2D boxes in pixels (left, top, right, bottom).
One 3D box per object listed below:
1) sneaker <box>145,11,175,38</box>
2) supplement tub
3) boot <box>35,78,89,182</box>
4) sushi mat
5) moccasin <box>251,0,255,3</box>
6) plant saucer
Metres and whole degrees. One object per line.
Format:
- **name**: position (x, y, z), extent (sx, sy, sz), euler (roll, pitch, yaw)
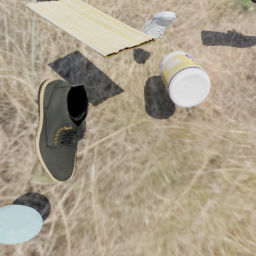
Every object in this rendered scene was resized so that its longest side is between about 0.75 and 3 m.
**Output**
- **sneaker**: position (0.850, -2.690, 7.511), extent (0.545, 1.492, 0.528), euler (-1, 94, -14)
- **supplement tub**: position (1.389, -1.279, 7.089), extent (1.012, 1.012, 1.393), euler (-8, 37, -3)
- **boot**: position (-1.381, 0.186, 6.129), extent (0.964, 1.721, 2.488), euler (-14, 106, -31)
- **sushi mat**: position (-0.822, -2.147, 5.672), extent (1.282, 0.162, 2.679), euler (-31, 54, -33)
- **moccasin**: position (4.069, -3.533, 7.390), extent (2.060, 0.753, 0.795), euler (2, 57, -9)
- **plant saucer**: position (-2.555, 2.113, 6.308), extent (1.214, 1.214, 0.234), euler (-18, 34, -6)
